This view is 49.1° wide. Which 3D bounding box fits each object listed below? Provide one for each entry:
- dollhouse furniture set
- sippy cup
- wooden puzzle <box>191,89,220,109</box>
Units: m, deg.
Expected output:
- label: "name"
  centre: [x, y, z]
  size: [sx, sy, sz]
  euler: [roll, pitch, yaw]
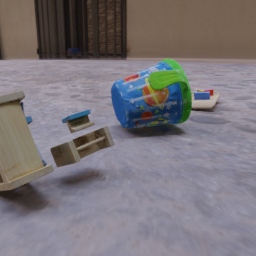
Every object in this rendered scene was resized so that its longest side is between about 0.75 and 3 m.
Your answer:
- label: "dollhouse furniture set"
  centre: [-1.490, 0.103, 4.764]
  size: [1.841, 1.297, 1.290]
  euler: [-22, 2, -40]
- label: "sippy cup"
  centre: [0.533, -0.817, 7.805]
  size: [1.784, 2.434, 1.912]
  euler: [-15, 44, -14]
- label: "wooden puzzle"
  centre: [2.575, -1.268, 11.208]
  size: [1.957, 0.489, 2.113]
  euler: [2, 19, 22]
